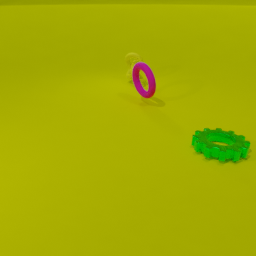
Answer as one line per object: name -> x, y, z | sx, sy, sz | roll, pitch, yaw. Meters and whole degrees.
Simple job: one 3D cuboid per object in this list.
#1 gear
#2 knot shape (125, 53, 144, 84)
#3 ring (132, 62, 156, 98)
gear -> 2.524, 0.417, 7.676 | 1.497, 0.277, 1.497 | 2, 24, -1
knot shape -> 0.324, -2.568, 12.649 | 0.668, 1.445, 1.352 | -14, 70, -12
ring -> 0.584, -1.771, 10.451 | 0.277, 1.386, 1.386 | -22, 33, -23
